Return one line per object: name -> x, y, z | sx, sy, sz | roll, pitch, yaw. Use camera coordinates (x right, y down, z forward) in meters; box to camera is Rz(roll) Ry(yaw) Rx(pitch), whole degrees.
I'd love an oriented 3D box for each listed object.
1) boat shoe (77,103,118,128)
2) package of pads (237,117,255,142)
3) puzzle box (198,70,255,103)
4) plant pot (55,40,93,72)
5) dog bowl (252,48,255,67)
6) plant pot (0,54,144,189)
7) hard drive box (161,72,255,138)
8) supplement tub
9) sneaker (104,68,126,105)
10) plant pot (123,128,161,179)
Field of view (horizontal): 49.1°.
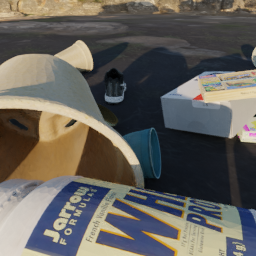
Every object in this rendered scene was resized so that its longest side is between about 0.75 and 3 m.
boat shoe -> -1.295, -0.457, 8.517 | 2.103, 0.682, 0.770 | 28, 27, 13
package of pads -> 3.495, 0.022, 7.876 | 0.841, 0.371, 1.088 | 2, 27, 5
puzzle box -> 2.974, -1.129, 7.114 | 2.226, 0.283, 1.481 | -6, 24, 9
plant pot -> -2.680, -3.201, 13.340 | 1.409, 1.540, 1.540 | -29, 37, -27
dog bowl -> 6.928, -3.615, 14.171 | 0.491, 1.248, 1.248 | -12, 29, -19
plant pot -> -1.429, 0.173, 4.337 | 2.868, 2.868, 2.625 | -4, 36, -9
hard drive box -> 2.615, -0.824, 8.286 | 2.075, 1.023, 2.663 | 10, 31, 41
supplement tub -> -0.088, 1.611, 2.786 | 2.833, 2.054, 2.054 | 8, 28, 14
sneaker -> -0.478, -1.820, 10.746 | 0.809, 1.102, 2.435 | 1, 26, 0
plant pot -> 0.118, 0.592, 6.109 | 1.017, 1.083, 1.083 | -7, 24, 16
